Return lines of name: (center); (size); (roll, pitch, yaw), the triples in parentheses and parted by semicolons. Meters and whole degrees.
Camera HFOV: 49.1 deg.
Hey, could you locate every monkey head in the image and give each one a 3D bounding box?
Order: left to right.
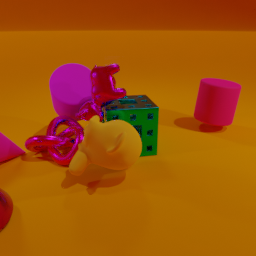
monkey head: (-0.393, 0.473, 5.320); (1.124, 1.341, 1.865); (28, -14, 15)

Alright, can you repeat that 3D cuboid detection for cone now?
cone: (-2.370, 0.886, 4.093); (1.153, 1.157, 1.153); (5, 34, -3)
cone: (-3.018, 0.423, 6.159); (1.642, 1.636, 1.636); (17, 4, -44)

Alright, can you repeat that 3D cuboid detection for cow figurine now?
cow figurine: (-0.663, -0.746, 6.150); (1.213, 1.233, 0.677); (-17, 11, -7)

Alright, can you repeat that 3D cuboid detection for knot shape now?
knot shape: (-1.491, 0.298, 6.465); (1.506, 0.696, 1.409); (-28, 34, -34)

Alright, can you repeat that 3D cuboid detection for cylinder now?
cylinder: (-1.403, -0.890, 7.261); (1.144, 1.144, 1.144); (-5, -19, -12)
cylinder: (2.561, -0.771, 8.097); (1.130, 1.130, 1.130); (5, 22, -2)

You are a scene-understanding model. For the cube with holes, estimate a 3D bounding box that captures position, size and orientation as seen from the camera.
cube with holes: (-0.001, -0.073, 6.874); (1.186, 1.186, 1.186); (-4, 22, -11)
